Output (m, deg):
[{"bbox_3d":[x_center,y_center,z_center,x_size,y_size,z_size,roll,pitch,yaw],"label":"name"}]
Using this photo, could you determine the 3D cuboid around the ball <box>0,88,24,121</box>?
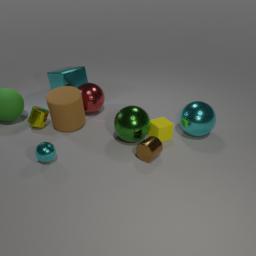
[{"bbox_3d":[-5.167,-0.999,11.951,1.400,1.400,1.400,0,30,0],"label":"ball"}]

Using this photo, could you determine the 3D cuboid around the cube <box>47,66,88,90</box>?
[{"bbox_3d":[-2.953,-2.246,14.032,1.400,1.400,1.400,11,29,44],"label":"cube"}]

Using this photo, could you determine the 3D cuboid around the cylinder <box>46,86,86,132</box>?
[{"bbox_3d":[-2.531,-0.785,11.545,1.400,1.400,1.400,-2,39,1],"label":"cylinder"}]

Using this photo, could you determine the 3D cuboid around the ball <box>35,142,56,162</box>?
[{"bbox_3d":[-2.802,0.815,9.529,0.700,0.700,0.700,0,30,0],"label":"ball"}]

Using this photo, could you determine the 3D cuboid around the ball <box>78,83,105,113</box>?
[{"bbox_3d":[-1.761,-1.361,12.752,1.400,1.400,1.400,0,30,0],"label":"ball"}]

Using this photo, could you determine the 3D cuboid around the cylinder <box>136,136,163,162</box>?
[{"bbox_3d":[0.750,0.730,9.779,0.700,0.700,0.700,21,36,32],"label":"cylinder"}]

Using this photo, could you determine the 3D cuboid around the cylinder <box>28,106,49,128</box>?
[{"bbox_3d":[-3.729,-0.466,11.668,0.700,0.700,0.700,21,12,-5],"label":"cylinder"}]

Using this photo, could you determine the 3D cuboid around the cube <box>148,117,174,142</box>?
[{"bbox_3d":[1.276,0.070,10.934,0.700,0.700,0.700,-15,33,-26],"label":"cube"}]

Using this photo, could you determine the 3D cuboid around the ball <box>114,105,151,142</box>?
[{"bbox_3d":[0.160,-0.158,10.617,1.400,1.400,1.400,0,30,0],"label":"ball"}]

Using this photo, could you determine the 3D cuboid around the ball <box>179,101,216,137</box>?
[{"bbox_3d":[2.727,-0.361,10.988,1.400,1.400,1.400,0,30,0],"label":"ball"}]
